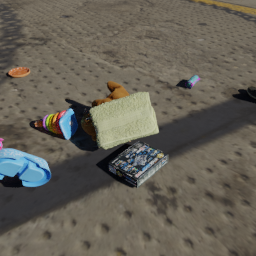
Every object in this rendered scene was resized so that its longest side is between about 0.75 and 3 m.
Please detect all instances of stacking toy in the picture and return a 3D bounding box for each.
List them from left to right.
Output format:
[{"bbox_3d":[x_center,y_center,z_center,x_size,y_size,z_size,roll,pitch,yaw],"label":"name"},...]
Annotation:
[{"bbox_3d":[-2.727,-0.182,10.162,1.615,0.886,0.937,1,37,22],"label":"stacking toy"}]

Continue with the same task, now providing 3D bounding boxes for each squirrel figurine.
[{"bbox_3d":[-0.583,-0.391,9.832,2.101,1.487,1.961,28,50,36],"label":"squirrel figurine"}]

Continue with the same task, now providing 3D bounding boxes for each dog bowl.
[{"bbox_3d":[-2.727,1.007,7.157,1.558,0.868,0.386,27,30,-36],"label":"dog bowl"}]

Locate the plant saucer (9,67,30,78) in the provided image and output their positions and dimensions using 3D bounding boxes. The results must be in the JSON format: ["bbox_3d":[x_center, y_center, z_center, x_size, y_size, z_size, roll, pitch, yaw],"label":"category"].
[{"bbox_3d":[-5.467,-2.789,14.131,1.031,0.166,1.031,-1,35,0],"label":"plant saucer"}]

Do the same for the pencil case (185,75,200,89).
[{"bbox_3d":[3.012,-2.157,13.081,0.411,0.379,0.890,9,35,33],"label":"pencil case"}]

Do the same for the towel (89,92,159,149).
[{"bbox_3d":[-0.149,-0.273,9.012,2.059,0.376,1.528,-17,78,3],"label":"towel"}]

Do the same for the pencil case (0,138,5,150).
[{"bbox_3d":[-4.902,0.442,9.273,1.636,0.723,0.723,17,39,21],"label":"pencil case"}]

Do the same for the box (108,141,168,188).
[{"bbox_3d":[0.330,1.063,8.640,1.193,0.345,1.501,24,42,35],"label":"box"}]

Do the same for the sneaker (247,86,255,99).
[{"bbox_3d":[5.769,-1.609,11.975,0.559,0.794,1.494,-13,38,-17],"label":"sneaker"}]
